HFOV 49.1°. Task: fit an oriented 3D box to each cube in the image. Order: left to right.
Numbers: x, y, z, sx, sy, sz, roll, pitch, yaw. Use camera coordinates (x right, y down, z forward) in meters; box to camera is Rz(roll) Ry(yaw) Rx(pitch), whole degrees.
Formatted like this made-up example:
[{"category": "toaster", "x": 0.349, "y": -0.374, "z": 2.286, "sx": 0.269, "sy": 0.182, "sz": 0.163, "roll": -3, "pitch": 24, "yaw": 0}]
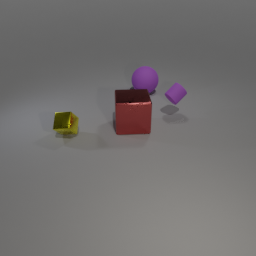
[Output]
[{"category": "cube", "x": -2.399, "y": -0.175, "z": 10.865, "sx": 0.700, "sy": 0.700, "sz": 0.700, "roll": -3, "pitch": 70, "yaw": 16}, {"category": "cube", "x": 0.179, "y": -0.681, "z": 11.452, "sx": 1.400, "sy": 1.400, "sz": 1.400, "roll": -2, "pitch": 31, "yaw": -3}]

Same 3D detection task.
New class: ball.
[{"category": "ball", "x": 0.883, "y": -2.491, "z": 14.515, "sx": 1.400, "sy": 1.400, "sz": 1.400, "roll": 0, "pitch": 30, "yaw": 0}]

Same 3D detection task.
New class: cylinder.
[{"category": "cylinder", "x": 2.078, "y": -1.490, "z": 12.186, "sx": 0.700, "sy": 0.700, "sz": 0.700, "roll": -45, "pitch": 40, "yaw": -1}]
